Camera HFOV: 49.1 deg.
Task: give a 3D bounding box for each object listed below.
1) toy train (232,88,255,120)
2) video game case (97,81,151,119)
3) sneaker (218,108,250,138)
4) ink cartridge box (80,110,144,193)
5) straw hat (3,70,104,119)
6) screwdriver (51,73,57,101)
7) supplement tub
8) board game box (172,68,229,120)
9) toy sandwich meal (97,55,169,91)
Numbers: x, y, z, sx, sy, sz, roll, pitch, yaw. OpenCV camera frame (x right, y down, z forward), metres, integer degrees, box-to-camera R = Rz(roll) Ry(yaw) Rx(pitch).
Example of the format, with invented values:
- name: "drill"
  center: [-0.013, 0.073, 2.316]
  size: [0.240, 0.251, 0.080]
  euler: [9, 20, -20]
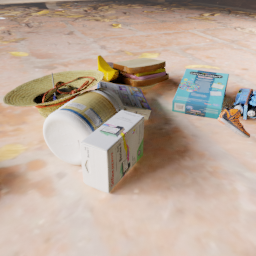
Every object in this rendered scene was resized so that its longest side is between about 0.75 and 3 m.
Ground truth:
- name: "toy train"
  center: [3.744, -0.763, 8.730]
  size: [0.815, 0.619, 1.427]
  euler: [7, 33, 29]
- name: "video game case"
  center: [-0.184, -0.897, 8.810]
  size: [1.481, 0.371, 1.634]
  euler: [7, 29, -15]
- name: "sneaker"
  center: [2.822, -0.168, 7.161]
  size: [0.955, 0.535, 0.371]
  euler: [35, -2, -6]
- name: "ink cartridge box"
  center: [-0.284, 0.475, 6.143]
  size: [0.656, 1.132, 1.563]
  euler: [17, 35, 25]
- name: "straw hat"
  center: [-1.922, -0.673, 7.931]
  size: [2.796, 1.183, 2.796]
  euler: [-10, 28, 5]
- name: "screwdriver"
  center: [-2.116, -0.992, 8.066]
  size: [0.221, 0.230, 1.583]
  euler: [2, 51, -28]
- name: "supplement tub"
  center: [-1.006, -0.129, 6.917]
  size: [1.358, 1.358, 1.877]
  euler: [14, 33, 21]
- name: "board game box"
  center: [2.391, -1.161, 9.106]
  size: [1.469, 0.457, 1.946]
  euler: [12, 46, 18]
- name: "toy sandwich meal"
  center: [0.064, -2.232, 10.567]
  size: [2.925, 1.002, 2.925]
  euler: [2, 29, -1]
